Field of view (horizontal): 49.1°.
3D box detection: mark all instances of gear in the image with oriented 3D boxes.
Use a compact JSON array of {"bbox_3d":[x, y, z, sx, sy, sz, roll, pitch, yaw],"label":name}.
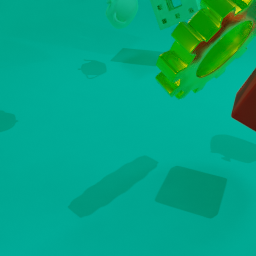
[{"bbox_3d":[1.263,-1.225,4.049,1.936,1.936,0.358,-27,69,-31],"label":"gear"}]

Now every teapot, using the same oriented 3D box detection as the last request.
[{"bbox_3d":[-0.265,-3.833,8.900,0.902,1.145,1.841,25,47,-29],"label":"teapot"}]

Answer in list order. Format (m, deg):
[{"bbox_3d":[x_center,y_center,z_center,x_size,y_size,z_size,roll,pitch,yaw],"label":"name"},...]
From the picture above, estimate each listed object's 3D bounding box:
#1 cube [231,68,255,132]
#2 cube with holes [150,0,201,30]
[{"bbox_3d":[2.361,-0.484,4.357,0.999,0.999,0.999,32,37,7],"label":"cube"},{"bbox_3d":[1.647,-4.416,9.665,1.391,1.391,1.391,-14,23,24],"label":"cube with holes"}]
